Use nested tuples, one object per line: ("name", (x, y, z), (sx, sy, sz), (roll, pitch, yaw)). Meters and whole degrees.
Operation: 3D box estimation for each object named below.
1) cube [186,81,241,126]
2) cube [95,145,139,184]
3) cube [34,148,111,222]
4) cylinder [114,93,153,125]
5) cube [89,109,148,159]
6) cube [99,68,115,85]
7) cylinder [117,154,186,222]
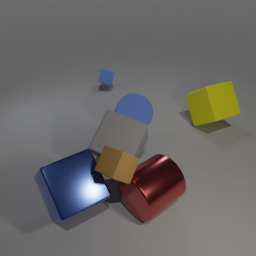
("cube", (3.513, -0.989, 11.651), (1.400, 1.400, 1.400), (-14, -1, -26))
("cube", (-0.275, 0.930, 7.106), (0.700, 0.700, 0.700), (16, -10, 41))
("cube", (-1.532, 1.560, 7.544), (1.400, 1.400, 1.400), (-21, 82, -29))
("cylinder", (0.170, -0.530, 10.981), (1.400, 1.400, 1.400), (-5, -6, -7))
("cube", (-0.249, 0.460, 9.135), (1.400, 1.400, 1.400), (22, 76, 11))
("cube", (-1.139, -2.738, 14.917), (0.700, 0.700, 0.700), (13, 14, -9))
("cylinder", (0.654, 1.641, 7.851), (1.400, 1.400, 1.400), (-28, 41, -31))
